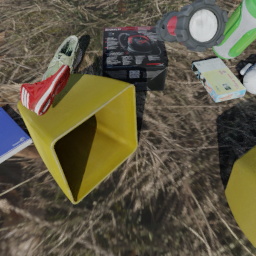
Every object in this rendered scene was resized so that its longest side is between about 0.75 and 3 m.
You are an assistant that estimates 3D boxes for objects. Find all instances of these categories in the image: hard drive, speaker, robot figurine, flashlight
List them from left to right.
[{"bbox_3d":[-3.923,0.182,8.485,1.207,0.232,1.829,-37,59,-27],"label":"hard drive"},{"bbox_3d":[1.160,-2.154,6.061,0.909,0.912,2.684,0,17,-9],"label":"flashlight"},{"bbox_3d":[2.469,-2.165,6.008,0.801,1.811,0.801,1,78,-6],"label":"speaker"},{"bbox_3d":[4.639,-1.777,9.698,1.400,0.932,1.651,34,57,28],"label":"robot figurine"}]

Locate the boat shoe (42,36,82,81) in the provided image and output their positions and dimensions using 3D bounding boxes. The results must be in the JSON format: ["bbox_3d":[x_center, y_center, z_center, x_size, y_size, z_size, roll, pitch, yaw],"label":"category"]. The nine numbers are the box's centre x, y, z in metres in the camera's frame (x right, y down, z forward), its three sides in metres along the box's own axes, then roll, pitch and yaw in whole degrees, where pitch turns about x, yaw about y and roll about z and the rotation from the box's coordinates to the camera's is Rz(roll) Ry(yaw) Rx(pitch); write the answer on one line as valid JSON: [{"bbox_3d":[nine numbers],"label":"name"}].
[{"bbox_3d":[-2.439,-2.294,10.163,1.030,0.888,2.862,7,50,6],"label":"boat shoe"}]

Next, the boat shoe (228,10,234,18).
[{"bbox_3d":[4.512,-4.559,12.325,0.629,0.538,1.715,6,50,5],"label":"boat shoe"}]

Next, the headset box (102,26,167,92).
[{"bbox_3d":[0.153,-2.688,10.360,2.163,1.091,2.910,-3,50,-2],"label":"headset box"}]

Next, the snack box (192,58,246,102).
[{"bbox_3d":[3.216,-1.768,10.066,1.109,0.354,1.909,-13,51,-11],"label":"snack box"}]

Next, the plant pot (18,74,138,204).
[{"bbox_3d":[-1.387,-0.020,7.306,2.158,2.446,2.446,32,56,29],"label":"plant pot"}]

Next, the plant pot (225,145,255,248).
[{"bbox_3d":[3.563,1.469,6.186,2.261,2.246,2.313,-29,50,-23],"label":"plant pot"}]

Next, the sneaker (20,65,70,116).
[{"bbox_3d":[-1.774,-0.925,5.807,0.716,0.485,1.239,27,69,7],"label":"sneaker"}]
